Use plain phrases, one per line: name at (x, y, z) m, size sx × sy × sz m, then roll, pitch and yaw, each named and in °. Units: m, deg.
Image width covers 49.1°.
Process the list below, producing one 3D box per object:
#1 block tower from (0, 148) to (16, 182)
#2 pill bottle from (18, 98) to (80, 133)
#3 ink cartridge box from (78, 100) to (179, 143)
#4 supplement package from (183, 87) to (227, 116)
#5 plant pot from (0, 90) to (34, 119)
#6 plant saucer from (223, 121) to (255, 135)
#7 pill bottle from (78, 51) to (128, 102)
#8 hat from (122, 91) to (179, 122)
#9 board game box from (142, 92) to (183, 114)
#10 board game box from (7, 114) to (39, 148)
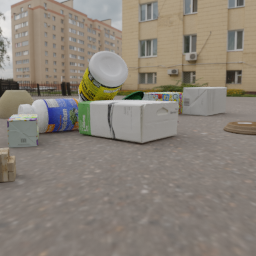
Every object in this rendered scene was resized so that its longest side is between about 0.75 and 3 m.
block tower at (-3.076, 0.709, 4.956) m, size 2.003 × 0.541 × 0.579 m, roll -2°, pitch 8°, yaw -19°
pill bottle at (-2.903, -0.468, 10.590) m, size 2.210 × 1.239 × 1.239 m, roll -7°, pitch 11°, yaw -36°
ink cartridge box at (-0.002, -0.341, 9.696) m, size 2.884 × 1.216 × 2.107 m, roll 7°, pitch 11°, yaw 41°
supplement package at (4.821, -1.712, 17.497) m, size 1.637 × 1.657 × 2.733 m, roll 7°, pitch 11°, yaw 41°
plant pot at (-6.297, -1.385, 15.897) m, size 2.241 × 1.504 × 2.241 m, roll 1°, pitch 8°, yaw 0°
plant saucer at (4.745, -0.016, 10.772) m, size 2.035 × 0.300 × 2.035 m, roll -1°, pitch 8°, yaw 0°
pill bottle at (-1.120, -1.671, 11.115) m, size 1.476 × 1.476 × 2.626 m, roll -4°, pitch -24°, yaw -26°
hat at (0.568, -0.359, 13.183) m, size 2.429 × 2.138 × 2.012 m, roll -41°, pitch -15°, yaw 21°
board game box at (2.109, -1.516, 17.265) m, size 2.555 × 1.340 × 1.316 m, roll -8°, pitch 12°, yaw -37°
board game box at (-3.177, 0.042, 8.587) m, size 0.812 × 0.798 × 1.549 m, roll -3°, pitch 9°, yaw -17°
